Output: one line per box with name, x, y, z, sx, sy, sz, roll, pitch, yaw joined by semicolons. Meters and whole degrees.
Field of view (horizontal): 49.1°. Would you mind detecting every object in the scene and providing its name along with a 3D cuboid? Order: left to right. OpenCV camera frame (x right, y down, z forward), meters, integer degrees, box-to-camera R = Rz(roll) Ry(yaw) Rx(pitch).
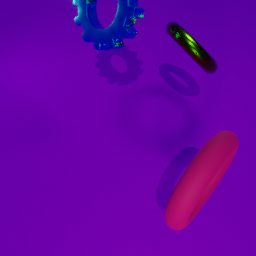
gear;-0.528;-2.963;6.847;2.041;2.041;0.378;40;35;25
ring;1.691;-2.131;7.450;0.361;1.804;1.804;-45;56;18
ring;1.315;0.929;4.956;0.398;1.989;1.989;33;60;24
